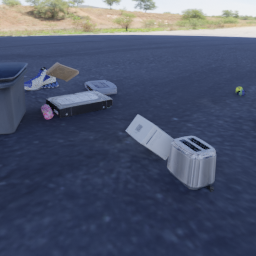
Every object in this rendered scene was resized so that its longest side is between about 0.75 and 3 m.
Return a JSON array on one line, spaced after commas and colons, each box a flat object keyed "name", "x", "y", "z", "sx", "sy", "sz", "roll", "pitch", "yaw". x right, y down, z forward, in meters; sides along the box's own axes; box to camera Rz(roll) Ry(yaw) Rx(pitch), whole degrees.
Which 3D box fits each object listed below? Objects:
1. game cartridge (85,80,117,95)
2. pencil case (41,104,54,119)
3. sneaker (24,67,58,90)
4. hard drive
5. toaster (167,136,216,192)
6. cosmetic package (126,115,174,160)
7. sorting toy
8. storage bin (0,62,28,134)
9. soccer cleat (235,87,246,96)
[{"name": "game cartridge", "x": -1.250, "y": -1.922, "z": 13.304, "sx": 1.217, "sy": 0.374, "sz": 1.829, "roll": -12, "pitch": 26, "yaw": -19}, {"name": "pencil case", "x": -2.914, "y": -0.598, "z": 10.102, "sx": 0.367, "sy": 0.367, "sz": 0.840, "roll": -8, "pitch": 23, "yaw": -19}, {"name": "sneaker", "x": -4.294, "y": -2.442, "z": 13.676, "sx": 1.720, "sy": 0.993, "sz": 0.695, "roll": -15, "pitch": 26, "yaw": -31}, {"name": "hard drive", "x": -1.904, "y": -0.992, "z": 10.978, "sx": 2.199, "sy": 0.416, "sz": 1.536, "roll": -13, "pitch": 26, "yaw": -31}, {"name": "toaster", "x": 1.431, "y": 0.746, "z": 6.225, "sx": 0.758, "sy": 0.862, "sz": 1.334, "roll": -10, "pitch": 25, "yaw": -21}, {"name": "cosmetic package", "x": 0.607, "y": 0.224, "z": 7.227, "sx": 0.945, "sy": 0.581, "sz": 0.942, "roll": 36, "pitch": 1, "yaw": -31}, {"name": "sorting toy", "x": -2.739, "y": -2.344, "z": 11.688, "sx": 0.976, "sy": 0.192, "sz": 1.054, "roll": -23, "pitch": -29, "yaw": 40}, {"name": "storage bin", "x": -4.323, "y": -0.991, "z": 9.125, "sx": 1.982, "sy": 1.829, "sz": 2.723, "roll": -3, "pitch": 22, "yaw": -8}, {"name": "soccer cleat", "x": 5.074, "y": -1.697, "z": 12.817, "sx": 0.377, "sy": 0.291, "sz": 0.900, "roll": -4, "pitch": 23, "yaw": 3}]
